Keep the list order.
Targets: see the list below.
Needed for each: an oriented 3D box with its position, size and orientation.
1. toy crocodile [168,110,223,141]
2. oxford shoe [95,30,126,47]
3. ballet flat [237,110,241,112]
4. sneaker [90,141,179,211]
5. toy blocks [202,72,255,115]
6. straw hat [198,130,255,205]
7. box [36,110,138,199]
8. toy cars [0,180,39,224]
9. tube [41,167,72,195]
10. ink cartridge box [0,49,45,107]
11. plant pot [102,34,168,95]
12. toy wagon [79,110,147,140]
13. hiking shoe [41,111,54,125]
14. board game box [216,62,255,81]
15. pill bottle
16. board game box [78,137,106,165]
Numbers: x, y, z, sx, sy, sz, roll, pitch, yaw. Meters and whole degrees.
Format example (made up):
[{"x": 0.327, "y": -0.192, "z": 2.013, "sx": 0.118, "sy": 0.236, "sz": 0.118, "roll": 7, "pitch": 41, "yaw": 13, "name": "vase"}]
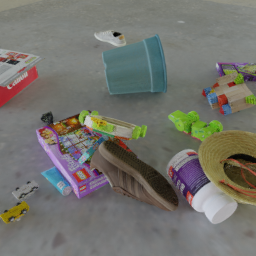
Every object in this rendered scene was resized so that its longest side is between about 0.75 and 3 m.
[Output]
[{"x": 2.382, "y": 0.034, "z": 9.614, "sx": 0.811, "sy": 0.742, "sz": 2.404, "roll": -31, "pitch": 43, "yaw": -31, "name": "toy crocodile"}, {"x": -1.043, "y": -5.393, "z": 16.359, "sx": 2.380, "sy": 0.687, "sz": 0.895, "roll": 30, "pitch": 50, "yaw": 35, "name": "oxford shoe"}, {"x": 4.241, "y": -1.060, "z": 11.180, "sx": 0.389, "sy": 0.387, "sz": 1.138, "roll": -1, "pitch": 37, "yaw": 15, "name": "ballet flat"}, {"x": 0.143, "y": 1.435, "z": 7.560, "sx": 2.612, "sy": 0.987, "sz": 0.920, "roll": 40, "pitch": 27, "yaw": 3, "name": "sneaker"}, {"x": 3.807, "y": -1.299, "z": 10.958, "sx": 1.525, "sy": 1.115, "sz": 2.231, "roll": -19, "pitch": 39, "yaw": 9, "name": "toy blocks"}, {"x": 3.087, "y": 1.336, "z": 7.524, "sx": 2.758, "sy": 1.167, "sz": 2.758, "roll": 0, "pitch": 36, "yaw": 0, "name": "straw hat"}, {"x": -1.361, "y": 0.642, "z": 8.849, "sx": 2.026, "sy": 0.579, "sz": 2.961, "roll": -24, "pitch": 45, "yaw": -27, "name": "box"}, {"x": -2.828, "y": 1.978, "z": 7.433, "sx": 0.635, "sy": 0.313, "sz": 1.416, "roll": 3, "pitch": 35, "yaw": 3, "name": "toy cars"}, {"x": -2.048, "y": 1.491, "z": 8.073, "sx": 0.457, "sy": 0.298, "sz": 1.181, "roll": -20, "pitch": 37, "yaw": -35, "name": "tube"}, {"x": -5.167, "y": -2.118, "z": 11.827, "sx": 2.478, "sy": 1.184, "sz": 2.823, "roll": 13, "pitch": 40, "yaw": 15, "name": "ink cartridge box"}, {"x": 0.231, "y": -2.449, "z": 11.530, "sx": 2.342, "sy": 2.391, "sz": 2.391, "roll": -9, "pitch": 39, "yaw": 0, "name": "plant pot"}, {"x": -0.496, "y": -0.063, "z": 7.969, "sx": 1.775, "sy": 0.453, "sz": 2.288, "roll": 16, "pitch": 7, "yaw": 15, "name": "toy wagon"}, {"x": -2.985, "y": -0.296, "z": 10.309, "sx": 0.430, "sy": 0.323, "sz": 0.854, "roll": -15, "pitch": 31, "yaw": -6, "name": "hiking shoe"}, {"x": 5.481, "y": -2.669, "z": 13.238, "sx": 2.335, "sy": 0.377, "sz": 1.401, "roll": 1, "pitch": 43, "yaw": 2, "name": "board game box"}, {"x": 1.926, "y": 1.523, "z": 7.394, "sx": 1.047, "sy": 1.047, "sz": 1.878, "roll": -17, "pitch": 42, "yaw": -20, "name": "pill bottle"}, {"x": -1.026, "y": 0.637, "z": 7.904, "sx": 0.175, "sy": 0.591, "sz": 0.777, "roll": 45, "pitch": 47, "yaw": -1, "name": "board game box"}]
